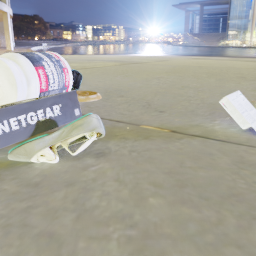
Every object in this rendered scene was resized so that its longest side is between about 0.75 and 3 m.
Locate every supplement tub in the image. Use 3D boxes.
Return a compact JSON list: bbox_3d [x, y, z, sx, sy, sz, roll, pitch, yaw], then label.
[{"bbox_3d":[-3.257,-1.549,9.229,1.842,1.842,2.625,8,18,23],"label":"supplement tub"}]

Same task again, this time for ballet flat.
[{"bbox_3d":[-1.312,0.325,5.315,1.876,0.598,0.632,-26,-15,-10],"label":"ballet flat"}]

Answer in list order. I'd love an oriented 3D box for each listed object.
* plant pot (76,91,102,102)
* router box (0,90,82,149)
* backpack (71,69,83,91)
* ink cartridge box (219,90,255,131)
[{"bbox_3d":[-1.829,-1.303,11.276,1.532,0.211,1.532,1,18,0],"label":"plant pot"},{"bbox_3d":[-2.552,-0.121,5.745,2.033,0.675,2.586,-5,13,34],"label":"router box"},{"bbox_3d":[-2.361,-2.045,11.964,0.733,0.834,0.639,27,-17,-27],"label":"backpack"},{"bbox_3d":[3.112,-0.388,7.463,1.255,0.277,1.278,-20,70,-51],"label":"ink cartridge box"}]
